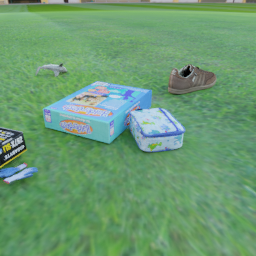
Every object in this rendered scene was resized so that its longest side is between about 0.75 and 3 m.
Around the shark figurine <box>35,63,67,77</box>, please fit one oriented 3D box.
[{"bbox_3d":[-3.445,-2.594,12.716,1.436,0.599,0.858,-2,-7,-20],"label":"shark figurine"}]

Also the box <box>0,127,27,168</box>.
[{"bbox_3d":[-3.799,0.492,6.435,2.213,0.546,1.767,9,29,22],"label":"box"}]

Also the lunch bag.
[{"bbox_3d":[0.752,-0.004,7.536,1.245,0.639,1.549,-4,28,-14],"label":"lunch bag"}]

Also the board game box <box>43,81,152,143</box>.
[{"bbox_3d":[-0.809,-0.637,8.691,2.186,0.647,2.875,13,29,24],"label":"board game box"}]

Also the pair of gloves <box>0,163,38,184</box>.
[{"bbox_3d":[-2.405,0.958,6.052,0.893,0.102,0.718,8,23,43],"label":"pair of gloves"}]

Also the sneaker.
[{"bbox_3d":[2.672,-2.063,11.095,2.623,0.991,0.924,-22,35,-35],"label":"sneaker"}]
